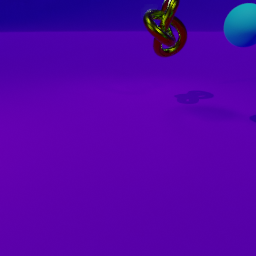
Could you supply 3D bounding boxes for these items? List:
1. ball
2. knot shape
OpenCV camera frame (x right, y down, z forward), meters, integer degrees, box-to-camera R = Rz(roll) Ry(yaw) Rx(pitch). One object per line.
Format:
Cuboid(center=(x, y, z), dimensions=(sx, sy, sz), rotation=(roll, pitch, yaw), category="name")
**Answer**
Cuboid(center=(2.768, -2.401, 6.588), dimensions=(0.968, 0.968, 0.968), rotation=(0, 21, 0), category="ball")
Cuboid(center=(1.282, -3.431, 9.125), dimensions=(0.944, 1.912, 2.044), rotation=(7, -4, 29), category="knot shape")
